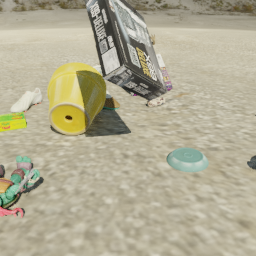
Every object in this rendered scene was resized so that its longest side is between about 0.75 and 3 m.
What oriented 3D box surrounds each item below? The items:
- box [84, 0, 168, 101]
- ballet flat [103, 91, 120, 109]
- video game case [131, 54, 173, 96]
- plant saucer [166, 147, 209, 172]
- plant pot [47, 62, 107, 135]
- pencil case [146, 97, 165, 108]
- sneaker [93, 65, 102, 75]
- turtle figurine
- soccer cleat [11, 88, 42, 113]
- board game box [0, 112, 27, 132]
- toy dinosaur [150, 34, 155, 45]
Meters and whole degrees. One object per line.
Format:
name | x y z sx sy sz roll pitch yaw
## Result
box | -0.034 -1.937 6.430 0.583 2.341 1.846 -26 -24 28
ballet flat | -1.390 -1.437 12.601 2.314 0.837 0.785 14 23 27
video game case | 0.961 -2.754 14.389 2.280 2.067 0.408 -12 -16 -23
plant saucer | 1.780 0.888 8.357 1.246 0.224 1.246 0 24 0
plant pot | -1.960 -0.932 10.209 2.218 2.218 2.087 1 40 2
pencil case | 1.257 -1.165 12.587 0.857 0.333 0.383 -14 69 -26
sneaker | -2.091 -3.005 16.296 2.101 0.815 0.907 -19 43 -23
turtle figurine | -2.964 1.275 6.431 1.756 1.181 2.345 9 7 -13
soccer cleat | -4.464 -1.207 12.248 0.654 0.732 1.888 9 27 18
board game box | -4.693 -0.194 10.483 1.606 0.382 0.816 -10 27 -21
toy dinosaur | 0.820 -3.382 11.886 0.719 2.469 1.249 -28 -9 -6
